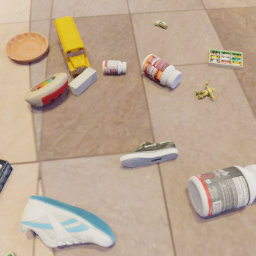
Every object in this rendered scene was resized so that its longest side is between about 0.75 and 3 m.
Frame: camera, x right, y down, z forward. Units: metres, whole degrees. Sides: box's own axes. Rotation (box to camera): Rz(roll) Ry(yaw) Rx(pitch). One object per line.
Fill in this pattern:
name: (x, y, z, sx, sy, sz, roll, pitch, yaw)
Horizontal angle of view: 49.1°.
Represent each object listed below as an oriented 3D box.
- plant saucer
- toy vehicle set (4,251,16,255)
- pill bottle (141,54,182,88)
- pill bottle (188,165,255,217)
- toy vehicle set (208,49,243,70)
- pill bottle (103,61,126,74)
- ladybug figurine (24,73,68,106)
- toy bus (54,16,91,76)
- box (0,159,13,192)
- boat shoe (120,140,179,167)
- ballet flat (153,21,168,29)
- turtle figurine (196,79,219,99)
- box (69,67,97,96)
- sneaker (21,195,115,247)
plant saucer: (-4.899, -3.900, 13.679, 2.052, 0.384, 2.052, 0, 56, -1)
toy vehicle set: (-3.880, 4.570, 8.123, 1.684, 0.223, 1.047, -35, 63, -21)
pill bottle: (1.491, -2.506, 12.427, 1.681, 0.921, 0.921, 37, 64, 22)
pill bottle: (3.259, 1.987, 9.186, 2.287, 1.325, 1.325, -12, 57, -9)
toy vehicle set: (4.644, -3.295, 13.376, 1.579, 0.209, 0.981, 8, 57, 5)
pill bottle: (-0.612, -2.783, 12.812, 1.053, 0.577, 0.577, 2, 56, 1)
ladybug figurine: (-3.316, -1.586, 11.752, 2.083, 0.749, 1.414, -37, 31, -17)
toy bus: (-2.617, -3.850, 13.160, 0.974, 1.172, 2.993, -17, 58, -11)
box: (-5.505, 2.141, 9.507, 2.070, 0.599, 2.604, 12, 57, 8)
boat shoe: (0.736, 0.913, 10.286, 2.196, 0.776, 0.699, -7, 56, -14)
ballet flat: (1.736, -5.517, 14.816, 0.861, 0.304, 0.304, 29, 61, 18)
turtle figurine: (3.402, -1.599, 12.165, 0.873, 0.348, 1.082, -17, 65, -2)
box: (-1.969, -2.053, 12.353, 0.457, 0.549, 1.337, 33, 61, 21)
sneaker: (-1.838, 3.097, 8.674, 2.934, 1.122, 1.185, 19, 84, 5)
